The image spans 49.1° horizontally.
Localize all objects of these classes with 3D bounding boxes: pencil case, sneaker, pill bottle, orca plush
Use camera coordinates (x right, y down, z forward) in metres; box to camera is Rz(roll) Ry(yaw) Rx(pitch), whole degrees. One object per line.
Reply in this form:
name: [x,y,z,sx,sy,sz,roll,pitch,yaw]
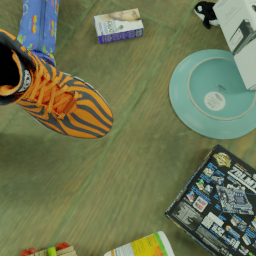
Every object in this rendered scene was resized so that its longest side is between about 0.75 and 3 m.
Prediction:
pencil case: [-2.477,-2.919,7.730,1.124,1.251,2.880,6,71,-21]
sneaker: [-1.253,-0.473,3.922,2.635,1.476,1.022,30,94,-22]
pill bottle: [0.081,2.990,5.895,1.826,1.014,1.014,-20,73,-6]
orca plush: [2.704,-3.268,8.172,0.887,0.599,1.685,-35,75,-11]

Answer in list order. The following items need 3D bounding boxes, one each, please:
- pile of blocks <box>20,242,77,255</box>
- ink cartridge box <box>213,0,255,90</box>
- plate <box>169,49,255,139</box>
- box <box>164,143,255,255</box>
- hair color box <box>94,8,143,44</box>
pile of blocks: [-1.996,2.859,6.092,1.775,0.728,0.551,-17,73,-5]
ink cartridge box: [3.689,-2.487,7.344,1.869,1.088,2.585,-14,79,-19]
plate: [2.494,-1.031,7.576,2.717,0.347,2.717,0,72,-1]
box: [2.358,1.853,6.523,2.188,0.544,2.172,37,75,11]
hair color box: [-0.275,-2.972,8.175,1.319,0.427,0.721,-12,72,-6]
